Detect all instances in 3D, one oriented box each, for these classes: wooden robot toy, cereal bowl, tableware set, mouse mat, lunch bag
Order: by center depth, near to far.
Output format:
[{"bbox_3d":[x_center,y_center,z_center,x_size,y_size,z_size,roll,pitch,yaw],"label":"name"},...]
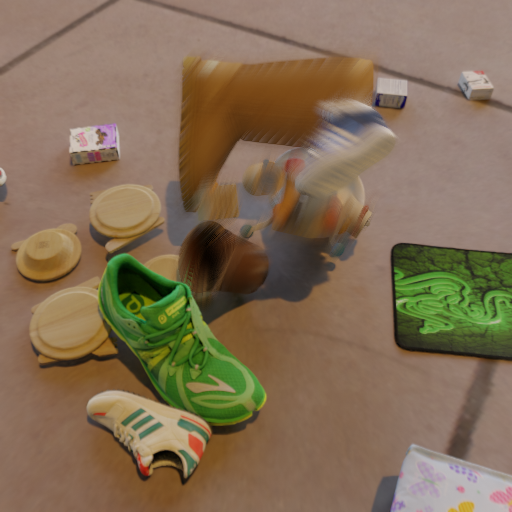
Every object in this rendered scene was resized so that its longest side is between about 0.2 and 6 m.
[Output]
[{"bbox_3d":[2.713,3.695,6.939,2.143,1.362,1.817,11,49,21],"label":"lunch bag"},{"bbox_3d":[0.820,-0.897,9.301,3.415,1.550,1.505,10,89,-21],"label":"wooden robot toy"},{"bbox_3d":[3.959,0.785,10.101,2.981,0.112,2.399,4,51,5],"label":"mouse mat"},{"bbox_3d":[-2.833,0.183,10.382,3.112,0.432,3.725,-23,56,-15],"label":"tableware set"},{"bbox_3d":[1.104,-1.165,11.064,1.931,0.804,1.931,6,63,-13],"label":"cereal bowl"}]

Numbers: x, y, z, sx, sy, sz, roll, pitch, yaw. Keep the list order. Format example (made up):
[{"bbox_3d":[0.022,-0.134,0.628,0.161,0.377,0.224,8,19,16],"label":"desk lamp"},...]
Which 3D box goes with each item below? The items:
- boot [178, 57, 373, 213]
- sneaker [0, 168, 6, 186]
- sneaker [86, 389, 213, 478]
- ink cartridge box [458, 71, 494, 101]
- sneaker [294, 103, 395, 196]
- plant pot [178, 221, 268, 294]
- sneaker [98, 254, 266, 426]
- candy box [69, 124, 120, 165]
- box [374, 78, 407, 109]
[{"bbox_3d":[0.307,-2.135,10.190,3.353,2.937,1.109,3,19,-2],"label":"boot"},{"bbox_3d":[-6.713,-2.357,11.721,3.588,1.524,1.382,33,58,24],"label":"sneaker"},{"bbox_3d":[-1.685,2.635,8.190,1.969,0.693,0.920,14,47,8],"label":"sneaker"},{"bbox_3d":[5.520,-4.283,14.067,0.577,0.326,0.786,-5,50,-5],"label":"ink cartridge box"},{"bbox_3d":[1.165,-1.719,8.604,1.668,0.672,1.221,-29,48,3],"label":"sneaker"},{"bbox_3d":[-0.506,0.131,9.751,1.223,1.211,1.223,-12,70,38],"label":"plant pot"},{"bbox_3d":[-1.308,1.291,8.709,3.432,1.434,1.271,39,59,17],"label":"sneaker"},{"bbox_3d":[-3.630,-2.509,12.592,1.043,0.373,0.875,-9,51,-7],"label":"candy box"},{"bbox_3d":[3.324,-4.007,13.802,0.744,0.390,0.684,8,51,7],"label":"box"}]
